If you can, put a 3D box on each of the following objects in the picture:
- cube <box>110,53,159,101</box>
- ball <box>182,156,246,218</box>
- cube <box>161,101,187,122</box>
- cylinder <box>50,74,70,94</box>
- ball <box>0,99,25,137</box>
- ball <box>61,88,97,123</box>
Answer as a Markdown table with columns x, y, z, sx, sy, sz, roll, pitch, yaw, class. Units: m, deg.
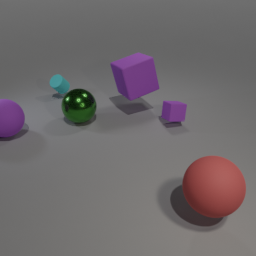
| x | y | z | sx | sy | sz | roll | pitch | yaw | class |
| --- | --- | --- | --- | --- | --- | --- | --- | --- | --- |
| 0.278 | -2.181 | 11.721 | 1.400 | 1.400 | 1.400 | -24 | 29 | -14 | cube |
| 1.969 | 1.342 | 6.473 | 1.400 | 1.400 | 1.400 | 0 | 29 | 0 | ball |
| 1.811 | -0.670 | 11.066 | 0.700 | 0.700 | 0.700 | -1 | 16 | -21 | cube |
| -3.252 | -2.086 | 13.370 | 0.700 | 0.700 | 0.700 | -7 | 68 | 19 | cylinder |
| -4.517 | -0.356 | 10.237 | 1.400 | 1.400 | 1.400 | 0 | 29 | 0 | ball |
| -1.961 | -0.885 | 11.247 | 1.400 | 1.400 | 1.400 | 0 | 29 | 0 | ball |
